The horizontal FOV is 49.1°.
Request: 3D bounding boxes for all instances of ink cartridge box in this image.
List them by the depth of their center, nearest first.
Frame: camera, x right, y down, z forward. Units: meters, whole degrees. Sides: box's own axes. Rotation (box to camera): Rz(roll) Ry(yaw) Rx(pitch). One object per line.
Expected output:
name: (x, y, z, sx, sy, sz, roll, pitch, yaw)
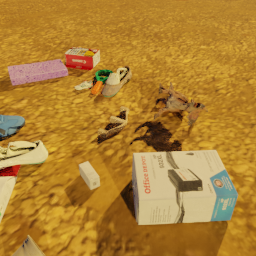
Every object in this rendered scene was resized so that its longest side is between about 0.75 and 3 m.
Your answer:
ink cartridge box: (1.488, 1.662, 8.182, 2.637, 1.104, 1.913, -2, 36, -3)
ink cartridge box: (-4.737, 1.656, 8.597, 2.329, 0.725, 2.894, -1, 38, -2)
ink cartridge box: (-2.714, -4.069, 16.394, 1.757, 0.737, 1.543, 9, 38, 11)

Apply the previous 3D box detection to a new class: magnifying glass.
magnifying glass: (-1.400, -2.460, 14.632, 0.993, 0.279, 2.494, 7, 35, 9)

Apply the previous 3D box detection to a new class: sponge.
sponge: (-4.919, -3.101, 15.311, 2.960, 0.441, 1.651, -14, 38, -18)

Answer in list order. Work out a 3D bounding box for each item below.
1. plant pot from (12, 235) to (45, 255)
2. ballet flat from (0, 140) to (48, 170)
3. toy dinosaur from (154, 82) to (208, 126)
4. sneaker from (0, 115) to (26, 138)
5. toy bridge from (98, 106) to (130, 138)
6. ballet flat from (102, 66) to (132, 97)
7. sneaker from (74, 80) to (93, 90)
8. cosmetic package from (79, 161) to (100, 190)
plant pot: (-2.371, 3.148, 6.432, 0.885, 0.967, 0.967, -38, 50, -25)
ballet flat: (-4.113, 0.879, 9.419, 2.707, 0.940, 0.940, -9, 37, -14)
toy dinosaur: (2.209, -1.032, 11.915, 2.005, 1.270, 2.958, 10, 25, 3)
sneaker: (-5.395, -0.175, 10.807, 2.683, 1.052, 0.884, -14, 36, -20)
toy bridge: (-0.409, -0.261, 11.544, 0.707, 0.286, 2.104, 19, 40, 20)
ballet flat: (-0.581, -2.470, 14.093, 0.867, 0.856, 2.546, 15, 39, 19)
sneaker: (-2.242, -2.196, 14.068, 0.947, 0.443, 0.333, -8, 37, -12)
cosmetic package: (-1.245, 1.512, 8.968, 0.356, 0.451, 0.839, -20, 42, -24)
